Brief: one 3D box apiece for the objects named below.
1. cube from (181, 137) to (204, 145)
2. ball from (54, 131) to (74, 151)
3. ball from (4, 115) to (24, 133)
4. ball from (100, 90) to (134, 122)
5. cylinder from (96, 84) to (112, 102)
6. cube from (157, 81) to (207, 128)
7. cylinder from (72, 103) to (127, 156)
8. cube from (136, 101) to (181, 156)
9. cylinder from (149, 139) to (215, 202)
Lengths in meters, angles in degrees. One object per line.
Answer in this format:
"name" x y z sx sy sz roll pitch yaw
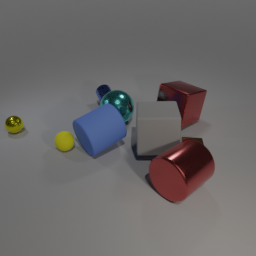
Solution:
"cube" 2.174 0.796 9.523 0.700 0.700 0.700 3 34 3
"ball" -2.269 0.466 10.008 0.700 0.700 0.700 0 33 0
"ball" -4.466 -0.142 10.983 0.700 0.700 0.700 0 33 0
"ball" -0.443 -0.842 11.368 1.400 1.400 1.400 0 33 0
"cylinder" -1.016 -1.480 12.599 0.700 0.700 0.700 -13 48 -19
"cube" 2.119 -1.015 11.419 1.400 1.400 1.400 29 31 36
"cylinder" -0.997 0.048 9.836 1.400 1.400 1.400 -30 43 -23
"cube" 0.998 -0.013 9.557 1.400 1.400 1.400 -1 28 3
"cylinder" 1.573 1.212 8.213 1.400 1.400 1.400 -26 41 -36
